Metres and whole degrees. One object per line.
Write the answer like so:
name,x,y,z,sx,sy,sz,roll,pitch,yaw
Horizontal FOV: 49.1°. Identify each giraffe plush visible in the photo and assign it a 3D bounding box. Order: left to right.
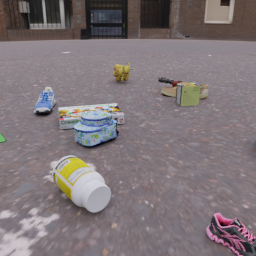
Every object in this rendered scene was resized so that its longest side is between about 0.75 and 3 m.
giraffe plush,-0.356,-3.398,17.200,1.392,1.201,1.129,-19,13,19

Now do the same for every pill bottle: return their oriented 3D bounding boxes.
pill bottle,-1.068,1.279,6.448,0.838,0.838,1.490,-17,28,-35

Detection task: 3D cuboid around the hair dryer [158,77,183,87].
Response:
hair dryer,2.623,-2.267,15.150,2.179,0.592,1.659,12,15,0

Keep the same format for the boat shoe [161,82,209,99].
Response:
boat shoe,2.954,-2.050,14.649,2.428,0.783,0.865,6,23,13

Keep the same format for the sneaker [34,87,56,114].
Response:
sneaker,-3.745,-1.211,12.553,0.815,0.829,2.152,-1,23,-8

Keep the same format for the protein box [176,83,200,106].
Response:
protein box,2.845,-1.607,13.349,0.940,0.947,0.639,-5,23,-13

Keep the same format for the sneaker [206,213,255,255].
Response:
sneaker,2.038,1.965,5.128,1.215,0.579,0.480,19,27,35

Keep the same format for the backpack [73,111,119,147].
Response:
backpack,-1.151,-0.017,9.440,1.333,0.980,1.220,-24,29,-38

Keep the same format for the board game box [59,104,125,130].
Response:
board game box,-1.516,-0.503,11.318,2.495,0.432,1.575,-5,22,-13

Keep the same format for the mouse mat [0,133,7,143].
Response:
mouse mat,-4.813,0.433,9.581,1.088,0.041,0.875,-16,27,-32
